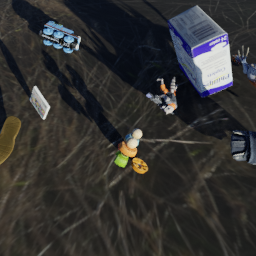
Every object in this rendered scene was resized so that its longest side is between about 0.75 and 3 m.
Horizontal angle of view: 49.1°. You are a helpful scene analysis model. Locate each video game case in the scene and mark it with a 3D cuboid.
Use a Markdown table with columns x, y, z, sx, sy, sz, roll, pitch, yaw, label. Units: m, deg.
| x | y | z | sx | sy | sz | roll | pitch | yaw | label |
| --- | --- | --- | --- | --- | --- | --- | --- | --- | --- |
| -2.549 | -0.720 | 8.073 | 0.087 | 0.691 | 0.758 | -30 | 80 | -38 | video game case |

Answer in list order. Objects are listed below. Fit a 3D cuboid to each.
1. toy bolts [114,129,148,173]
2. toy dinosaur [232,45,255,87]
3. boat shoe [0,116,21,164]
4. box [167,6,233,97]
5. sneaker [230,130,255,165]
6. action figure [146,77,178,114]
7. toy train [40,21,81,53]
| x | y | z | sx | sy | sz | roll | pitch | yaw | label |
| --- | --- | --- | --- | --- | --- | --- | --- | --- | --- |
| 0.201 | 0.504 | 6.964 | 0.979 | 0.711 | 1.025 | 28 | 25 | -14 | toy bolts |
| 3.990 | -1.796 | 9.128 | 1.313 | 2.500 | 2.269 | 14 | 5 | -1 | toy dinosaur |
| -3.264 | 0.391 | 7.377 | 0.547 | 0.484 | 1.494 | 29 | 52 | -18 | boat shoe |
| 2.267 | -2.365 | 8.825 | 1.084 | 2.066 | 1.900 | -25 | 47 | 6 | box |
| 3.182 | 0.377 | 6.327 | 1.527 | 2.113 | 0.804 | 6 | 77 | 10 | sneaker |
| 1.101 | -0.954 | 8.148 | 1.178 | 0.616 | 1.140 | 23 | 55 | -38 | action figure |
| -2.592 | -3.551 | 10.929 | 1.600 | 0.694 | 0.914 | 21 | 48 | 3 | toy train |
